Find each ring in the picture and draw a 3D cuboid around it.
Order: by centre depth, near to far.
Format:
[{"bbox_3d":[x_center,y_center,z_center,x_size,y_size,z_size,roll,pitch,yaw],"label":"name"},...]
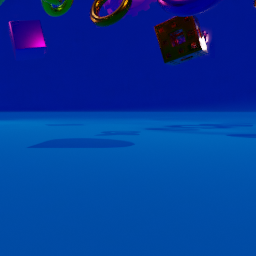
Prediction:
[{"bbox_3d":[1.362,-3.062,5.494,1.870,1.870,0.374,3,-14,38],"label":"ring"},{"bbox_3d":[-0.479,-3.361,7.698,1.344,1.344,0.269,2,-21,32],"label":"ring"}]

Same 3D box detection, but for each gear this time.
[{"bbox_3d":[0.120,-4.333,9.050,1.933,0.358,1.933,-18,-12,-4],"label":"gear"},{"bbox_3d":[2.588,-3.577,11.217,1.170,0.216,1.170,-9,41,8],"label":"gear"}]

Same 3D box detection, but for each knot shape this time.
[{"bbox_3d":[-1.793,-3.362,6.427,0.644,1.305,1.394,-5,4,16],"label":"knot shape"}]

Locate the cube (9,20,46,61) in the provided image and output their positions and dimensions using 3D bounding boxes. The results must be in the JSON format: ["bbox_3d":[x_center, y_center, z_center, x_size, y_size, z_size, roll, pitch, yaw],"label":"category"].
[{"bbox_3d":[-3.569,-3.104,9.961,1.027,1.027,1.027,-13,-4,-22],"label":"cube"}]

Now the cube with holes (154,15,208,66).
[{"bbox_3d":[1.880,-3.069,9.809,1.315,1.315,1.315,-16,2,25],"label":"cube with holes"}]

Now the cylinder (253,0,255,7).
[{"bbox_3d":[3.512,-3.397,6.761,0.808,0.808,0.808,-6,34,4],"label":"cylinder"}]

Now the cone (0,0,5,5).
[{"bbox_3d":[-2.452,-2.893,4.356,1.445,1.440,1.440,33,-11,-23],"label":"cone"}]
